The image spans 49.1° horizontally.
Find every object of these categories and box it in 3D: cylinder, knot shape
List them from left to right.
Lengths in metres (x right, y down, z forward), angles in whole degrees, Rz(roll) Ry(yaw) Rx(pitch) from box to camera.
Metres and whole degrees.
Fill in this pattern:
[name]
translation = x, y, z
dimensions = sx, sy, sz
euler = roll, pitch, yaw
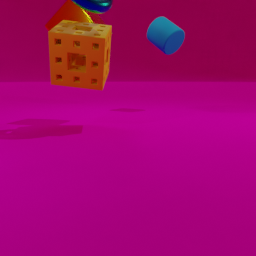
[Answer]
[knot shape]
translation = -0.760, -3.404, 5.825
dimensions = 0.871, 1.764, 1.886
euler = 3, 33, 14
[cylinder]
translation = 1.452, -3.564, 10.834
dimensions = 1.064, 1.064, 1.064
euler = -10, 49, -45

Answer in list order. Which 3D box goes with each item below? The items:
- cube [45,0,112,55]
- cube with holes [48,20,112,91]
[cube]
translation = -1.340, -2.729, 7.790
dimensions = 1.126, 1.126, 1.126
euler = -38, -1, 21
[cube with holes]
translation = -1.096, -1.764, 6.704
dimensions = 1.213, 1.213, 1.213
euler = 7, 32, 0
